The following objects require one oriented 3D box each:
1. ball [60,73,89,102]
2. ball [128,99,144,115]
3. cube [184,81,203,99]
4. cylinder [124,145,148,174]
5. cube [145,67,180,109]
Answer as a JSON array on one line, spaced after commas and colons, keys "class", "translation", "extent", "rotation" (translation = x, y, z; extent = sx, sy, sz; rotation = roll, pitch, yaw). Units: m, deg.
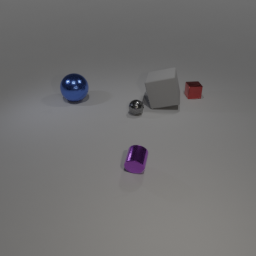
[{"class": "ball", "translation": [-2.652, -2.002, 13.875], "extent": [1.400, 1.400, 1.400], "rotation": [0, 31, 0]}, {"class": "ball", "translation": [0.370, -0.952, 12.801], "extent": [0.700, 0.700, 0.700], "rotation": [0, 31, 0]}, {"class": "cube", "translation": [3.373, -1.956, 14.467], "extent": [0.700, 0.700, 0.700], "rotation": [-3, 31, -5]}, {"class": "cylinder", "translation": [0.280, 1.042, 9.326], "extent": [0.700, 0.700, 0.700], "rotation": [7, 48, 12]}, {"class": "cube", "translation": [1.691, -1.914, 13.425], "extent": [1.400, 1.400, 1.400], "rotation": [-8, 29, 16]}]
